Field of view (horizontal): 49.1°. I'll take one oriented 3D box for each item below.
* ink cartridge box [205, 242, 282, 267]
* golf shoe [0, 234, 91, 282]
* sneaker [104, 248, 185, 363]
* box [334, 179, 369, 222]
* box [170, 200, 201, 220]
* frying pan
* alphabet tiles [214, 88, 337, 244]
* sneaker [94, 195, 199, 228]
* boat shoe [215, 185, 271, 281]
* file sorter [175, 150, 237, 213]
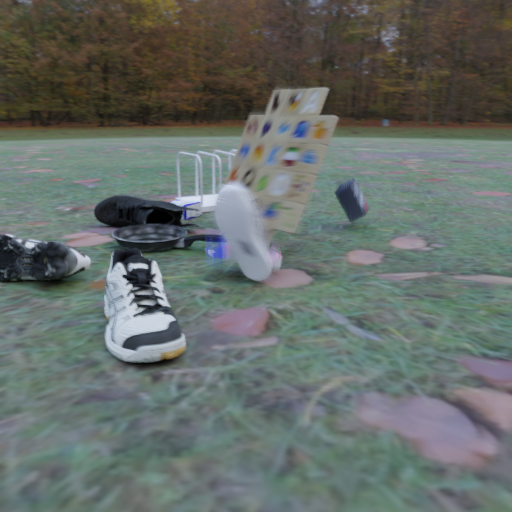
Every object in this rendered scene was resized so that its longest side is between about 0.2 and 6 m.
[{"bbox_3d":[-0.240,-0.047,10.548,1.360,0.252,0.644,6,11,-18],"label":"ink cartridge box"},{"bbox_3d":[-4.110,0.099,10.377,2.241,0.871,1.059,9,0,25],"label":"golf shoe"},{"bbox_3d":[-1.674,0.590,7.745,0.954,1.105,2.522,-6,18,-25],"label":"sneaker"},{"bbox_3d":[2.442,-1.424,14.252,0.459,0.883,0.804,-26,10,24],"label":"box"},{"bbox_3d":[-2.069,-1.308,15.789,0.803,0.422,0.739,9,19,28],"label":"box"},{"bbox_3d":[-1.844,-0.422,12.611,2.741,0.446,1.658,1,16,-2],"label":"frying pan"},{"bbox_3d":[0.295,-1.875,12.063,0.117,3.680,3.062,21,-1,-36],"label":"alphabet tiles"},{"bbox_3d":[-2.787,-1.042,14.079,2.728,0.819,1.423,2,11,-5],"label":"sneaker"},{"bbox_3d":[-0.168,-0.473,9.673,0.680,1.896,0.643,-14,34,15],"label":"boat shoe"},{"bbox_3d":[-0.957,-2.414,17.493,2.662,1.658,1.847,-9,18,-30],"label":"file sorter"}]
